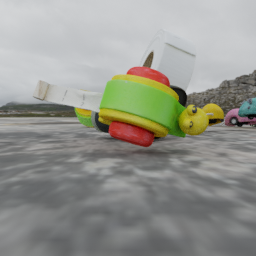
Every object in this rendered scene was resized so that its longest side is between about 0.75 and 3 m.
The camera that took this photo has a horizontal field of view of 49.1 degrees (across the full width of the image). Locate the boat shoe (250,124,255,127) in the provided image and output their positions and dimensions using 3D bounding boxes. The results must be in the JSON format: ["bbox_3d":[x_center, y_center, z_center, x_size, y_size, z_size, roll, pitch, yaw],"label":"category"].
[{"bbox_3d":[3.674,-0.178,8.113,0.958,0.305,0.339,7,-4,10],"label":"boat shoe"}]

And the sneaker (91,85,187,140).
[{"bbox_3d":[0.530,-0.234,4.661,2.054,0.768,1.091,-19,23,-35],"label":"sneaker"}]

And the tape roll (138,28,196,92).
[{"bbox_3d":[0.825,-1.357,7.769,0.912,2.607,2.607,20,-1,-12],"label":"tape roll"}]

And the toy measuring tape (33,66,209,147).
[{"bbox_3d":[-0.269,-0.307,2.930,2.191,0.806,0.806,15,8,21],"label":"toy measuring tape"}]

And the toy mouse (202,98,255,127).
[{"bbox_3d":[2.584,-0.342,6.246,1.922,0.419,2.163,-5,-10,17],"label":"toy mouse"}]

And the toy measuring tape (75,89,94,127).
[{"bbox_3d":[-1.587,-0.671,8.730,2.987,1.099,1.099,14,8,21],"label":"toy measuring tape"}]
